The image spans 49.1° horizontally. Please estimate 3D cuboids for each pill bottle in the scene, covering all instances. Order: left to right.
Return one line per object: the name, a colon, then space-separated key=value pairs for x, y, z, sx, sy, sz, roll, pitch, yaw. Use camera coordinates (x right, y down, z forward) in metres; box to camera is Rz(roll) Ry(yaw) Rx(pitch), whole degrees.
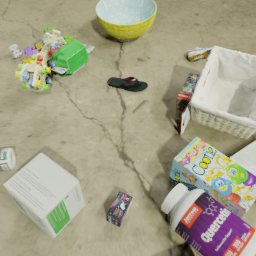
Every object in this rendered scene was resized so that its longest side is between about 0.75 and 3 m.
pill bottle: x=-4.357 y=1.068 z=9.011 sx=1.268 sy=0.717 sz=0.717 roll=-7 pitch=51 yaw=-7
pill bottle: x=2.084 y=2.557 z=7.360 sx=2.412 sy=1.356 sz=1.356 roll=36 pitch=59 yaw=26

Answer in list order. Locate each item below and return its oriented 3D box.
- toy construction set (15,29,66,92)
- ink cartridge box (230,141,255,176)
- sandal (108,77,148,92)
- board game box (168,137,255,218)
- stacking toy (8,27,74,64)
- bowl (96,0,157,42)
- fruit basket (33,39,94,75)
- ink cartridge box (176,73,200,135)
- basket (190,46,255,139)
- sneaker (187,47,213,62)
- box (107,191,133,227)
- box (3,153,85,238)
toy construction set: x=-2.985 y=-2.224 z=9.604 sx=1.097 sy=1.562 sz=2.382 roll=18 pitch=65 yaw=6
ink cartridge box: x=4.692 y=1.264 z=9.034 sx=2.450 sy=0.579 sz=1.961 roll=-24 pitch=54 yaw=-26
sandal: x=-0.020 y=-1.884 z=11.668 sx=1.702 sy=0.407 sz=0.640 roll=9 pitch=51 yaw=7
board game box: x=2.537 y=1.558 z=8.268 sx=2.329 sy=1.221 sz=1.200 roll=37 pitch=58 yaw=25
stacking toy: x=-3.929 y=-3.624 z=12.623 sx=2.561 sy=0.602 sz=1.931 roll=-36 pitch=49 yaw=-18
bowl: x=-0.065 y=-5.156 z=13.614 sx=2.865 sy=1.542 sz=2.865 roll=-1 pitch=53 yaw=1
fruit basket: x=-3.008 y=-3.217 z=12.568 sx=2.358 sy=1.105 sz=2.184 roll=17 pitch=50 yaw=33
ink cartridge box: x=2.120 y=-0.896 z=10.296 sx=0.538 sy=1.164 sz=2.136 roll=18 pitch=55 yaw=22
basket: x=3.597 y=-1.145 z=9.659 sx=2.352 sy=1.892 sz=2.331 roll=20 pitch=78 yaw=18
sneaker: x=3.423 y=-3.538 z=12.959 sx=1.458 sy=0.549 sz=0.643 roll=-14 pitch=52 yaw=-12
box: x=-0.233 y=2.341 z=8.075 sx=0.459 sy=0.529 sz=0.801 roll=23 pitch=53 yaw=13
box: x=-2.243 y=1.879 z=7.798 sx=1.554 sy=1.546 sz=1.331 roll=30 pitch=56 yaw=23
